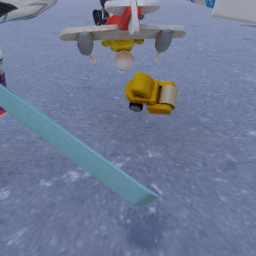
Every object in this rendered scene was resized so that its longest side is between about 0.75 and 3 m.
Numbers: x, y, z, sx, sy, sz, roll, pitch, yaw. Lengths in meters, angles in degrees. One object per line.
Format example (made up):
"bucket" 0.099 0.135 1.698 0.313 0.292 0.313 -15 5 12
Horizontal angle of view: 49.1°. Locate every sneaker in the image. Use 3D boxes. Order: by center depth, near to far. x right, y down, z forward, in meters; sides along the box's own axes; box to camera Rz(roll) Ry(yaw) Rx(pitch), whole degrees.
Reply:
"sneaker" -2.553 -2.575 5.998 2.357 0.854 0.847 -29 82 -21

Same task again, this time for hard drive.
"hard drive" 2.424 -2.362 4.949 1.583 1.044 0.211 11 49 4

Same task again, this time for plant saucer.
"plant saucer" -0.876 0.140 3.740 2.887 1.009 0.274 34 83 17

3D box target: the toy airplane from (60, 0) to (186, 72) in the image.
"toy airplane" -0.067 -2.635 8.082 2.813 1.985 2.801 6 15 32

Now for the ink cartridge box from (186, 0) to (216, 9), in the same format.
"ink cartridge box" 1.647 -3.231 6.013 1.337 0.564 0.976 36 83 34

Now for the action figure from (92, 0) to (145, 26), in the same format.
"action figure" -0.158 -4.086 10.128 2.432 1.582 0.844 -18 77 -46

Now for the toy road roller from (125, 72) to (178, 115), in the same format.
"toy road roller" 0.529 -0.853 6.618 1.231 0.898 0.756 7 69 14

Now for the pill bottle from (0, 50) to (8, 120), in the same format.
"pill bottle" -3.483 -1.196 6.498 1.171 2.083 1.171 4 32 -3
